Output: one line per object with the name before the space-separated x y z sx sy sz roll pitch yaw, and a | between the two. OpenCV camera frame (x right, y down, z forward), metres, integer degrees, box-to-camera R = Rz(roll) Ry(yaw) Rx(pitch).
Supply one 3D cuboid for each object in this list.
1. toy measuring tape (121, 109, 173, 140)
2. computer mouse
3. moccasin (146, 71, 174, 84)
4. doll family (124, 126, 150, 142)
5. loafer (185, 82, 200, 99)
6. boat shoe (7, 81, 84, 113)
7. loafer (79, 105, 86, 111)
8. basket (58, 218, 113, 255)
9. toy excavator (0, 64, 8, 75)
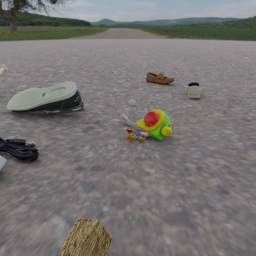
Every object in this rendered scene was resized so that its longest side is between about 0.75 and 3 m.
toy measuring tape | 0.584 -0.263 8.188 0.780 0.780 2.121 -13 25 -30
computer mouse | -3.134 0.834 5.693 1.578 0.631 2.878 10 17 12
moccasin | 1.643 -2.596 14.358 1.581 0.610 0.578 19 28 39
doll family | 0.222 0.223 7.686 0.769 0.346 0.477 13 10 -17
loafer | 2.861 -1.734 12.191 0.649 0.585 1.714 1 21 3
boat shoe | -2.904 -0.829 9.672 2.848 0.963 1.023 -6 50 19
loafer | -2.063 -0.840 10.236 1.028 0.351 0.389 2 21 5
basket | -0.670 1.534 3.437 0.612 0.586 0.821 -4 41 30
toy excavator | -5.763 -1.999 11.708 1.593 0.796 1.549 -34 30 -7
